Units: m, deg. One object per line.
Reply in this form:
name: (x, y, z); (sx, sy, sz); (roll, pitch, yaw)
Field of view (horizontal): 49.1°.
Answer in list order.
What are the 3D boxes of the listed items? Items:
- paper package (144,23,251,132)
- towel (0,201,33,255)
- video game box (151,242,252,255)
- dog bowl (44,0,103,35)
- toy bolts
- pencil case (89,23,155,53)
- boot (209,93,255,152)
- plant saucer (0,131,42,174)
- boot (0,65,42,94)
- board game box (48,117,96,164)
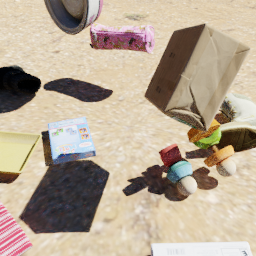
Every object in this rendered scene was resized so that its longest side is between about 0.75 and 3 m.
paper package: (1.215, -1.040, 5.619); (0.959, 1.767, 1.853); (22, 10, -15)
towel: (-3.087, 2.297, 5.970); (1.343, 0.209, 1.857); (-31, 50, -35)
video game box: (1.441, 2.957, 4.959); (1.951, 0.457, 1.777); (-1, 37, -1)
dog bowl: (-1.731, -4.225, 8.855); (2.330, 2.330, 0.859); (31, 46, 32)
toy bolts: (1.721, 0.782, 6.748); (1.805, 1.724, 1.252); (-29, 70, 6)
pencil case: (-0.205, -3.190, 9.910); (2.385, 0.987, 1.032); (11, 49, 22)
boot: (3.225, -0.269, 8.582); (2.485, 0.895, 1.922); (-7, 40, -18)
plant saucer: (-3.328, 0.729, 7.770); (1.514, 0.367, 1.513); (4, 40, 5)
boot: (-4.495, -1.654, 10.332); (2.168, 0.816, 1.621); (-29, 48, -32)
board game box: (-1.697, 0.322, 8.321); (1.197, 0.290, 1.583); (-11, 40, -13)
